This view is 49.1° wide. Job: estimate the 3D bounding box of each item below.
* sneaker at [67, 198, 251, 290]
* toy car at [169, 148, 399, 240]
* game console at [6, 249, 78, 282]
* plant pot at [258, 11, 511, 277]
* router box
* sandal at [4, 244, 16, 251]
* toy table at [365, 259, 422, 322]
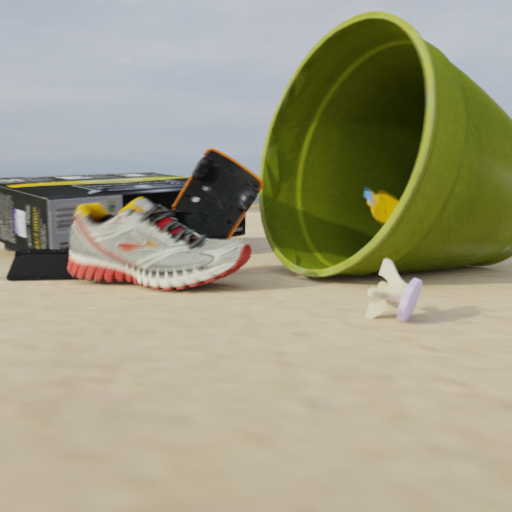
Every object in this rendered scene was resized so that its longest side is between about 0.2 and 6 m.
[{"bbox_3d":[-1.245,-0.170,6.708,2.454,1.008,0.955,5,11,19],"label":"sneaker"},{"bbox_3d":[0.388,-0.443,7.855,3.272,1.605,1.089,16,17,1],"label":"toy car"},{"bbox_3d":[-2.779,0.230,7.746,1.045,0.608,0.919,0,-24,-9],"label":"game console"},{"bbox_3d":[2.309,-1.141,8.002,3.272,3.398,3.398,11,-1,-30],"label":"plant pot"},{"bbox_3d":[-2.877,-0.957,11.300,4.310,1.126,3.389,-10,18,-43],"label":"router box"},{"bbox_3d":[-4.569,-0.415,12.058,1.704,0.365,0.648,-17,14,-36],"label":"sandal"},{"bbox_3d":[1.188,0.337,4.833,0.349,0.548,0.597,20,0,22],"label":"toy table"}]
